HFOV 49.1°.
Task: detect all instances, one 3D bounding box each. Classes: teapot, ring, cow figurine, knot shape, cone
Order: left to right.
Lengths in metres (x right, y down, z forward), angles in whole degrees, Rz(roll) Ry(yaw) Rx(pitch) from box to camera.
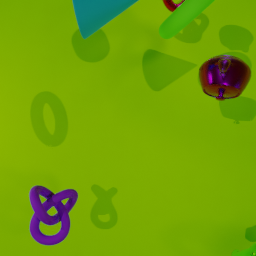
[{"bbox_3d":[-1.801,2.072,6.631,0.652,1.411,1.321,-9,68,39],"label":"knot shape"},{"bbox_3d":[-0.294,-2.668,5.697,1.476,1.471,1.471,-7,82,1],"label":"cone"},{"bbox_3d":[1.021,-3.811,7.529,1.605,0.741,1.502,49,54,-11],"label":"knot shape"},{"bbox_3d":[1.358,-2.508,5.737,1.788,1.788,0.358,-43,99,-5],"label":"ring"},{"bbox_3d":[2.157,-1.083,6.351,1.160,1.866,0.913,9,77,20],"label":"teapot"},{"bbox_3d":[2.326,2.581,5.247,1.013,0.997,0.556,-35,78,33],"label":"cow figurine"}]
